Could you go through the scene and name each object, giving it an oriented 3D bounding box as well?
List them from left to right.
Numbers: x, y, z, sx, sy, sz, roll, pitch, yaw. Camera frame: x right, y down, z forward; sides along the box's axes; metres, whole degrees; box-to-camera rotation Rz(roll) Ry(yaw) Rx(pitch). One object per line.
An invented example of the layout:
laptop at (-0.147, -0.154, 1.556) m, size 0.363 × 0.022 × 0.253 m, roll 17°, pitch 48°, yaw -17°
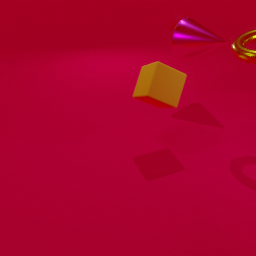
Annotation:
cube at (0.774, -1.041, 7.022) m, size 0.872 × 0.872 × 0.872 m, roll 19°, pitch -4°, yaw -22°
cone at (2.511, -2.778, 9.060) m, size 1.549 × 1.549 × 1.555 m, roll -23°, pitch 28°, yaw -34°
ring at (3.254, -1.959, 6.613) m, size 1.532 × 0.306 × 1.532 m, roll -11°, pitch 38°, yaw 9°
